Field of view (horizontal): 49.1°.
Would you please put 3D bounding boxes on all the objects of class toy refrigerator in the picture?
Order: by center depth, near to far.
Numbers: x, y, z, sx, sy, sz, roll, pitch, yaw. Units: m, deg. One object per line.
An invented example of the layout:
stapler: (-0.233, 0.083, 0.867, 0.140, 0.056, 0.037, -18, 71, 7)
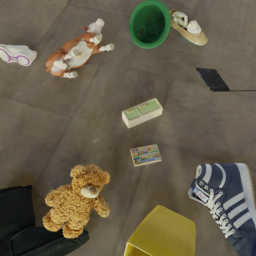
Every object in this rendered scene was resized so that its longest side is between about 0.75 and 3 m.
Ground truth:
toy refrigerator: (0.463, -0.495, 9.022, 1.231, 0.431, 0.467, -23, 62, -13)

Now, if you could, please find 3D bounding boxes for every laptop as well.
laptop: (1.931, -0.956, 5.519, 0.821, 0.479, 0.927, -7, 63, -45)

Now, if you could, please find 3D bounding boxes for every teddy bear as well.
teddy bear: (-1.020, 1.549, 5.612, 1.742, 0.582, 1.263, -41, 104, 13)

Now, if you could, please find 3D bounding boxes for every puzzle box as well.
puzzle box: (0.539, 0.809, 8.420, 0.838, 0.107, 0.557, -12, 59, -7)

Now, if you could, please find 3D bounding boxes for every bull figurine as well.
bull figurine: (-1.619, -2.816, 9.980, 2.912, 0.948, 1.768, -46, 35, -16)

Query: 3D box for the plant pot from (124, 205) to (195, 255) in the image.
plant pot: (0.830, 2.711, 6.591, 1.425, 1.425, 1.257, 24, 52, 14)

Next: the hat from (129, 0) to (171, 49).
hat: (1.144, -4.145, 11.340, 1.690, 1.796, 2.040, 14, 102, 21)

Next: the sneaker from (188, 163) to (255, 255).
sneaker: (2.391, 2.138, 7.061, 1.559, 1.007, 2.874, 7, 52, -2)

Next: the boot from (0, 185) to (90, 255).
boot: (-2.453, 2.378, 7.056, 2.515, 0.931, 2.061, -20, 56, -12)

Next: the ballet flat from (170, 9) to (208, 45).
ballet flat: (2.308, -4.022, 11.024, 0.722, 0.668, 2.047, -40, 67, -21)

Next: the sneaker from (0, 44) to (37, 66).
sneaker: (-4.146, -2.780, 10.420, 1.568, 0.587, 0.781, 19, 46, 7)
